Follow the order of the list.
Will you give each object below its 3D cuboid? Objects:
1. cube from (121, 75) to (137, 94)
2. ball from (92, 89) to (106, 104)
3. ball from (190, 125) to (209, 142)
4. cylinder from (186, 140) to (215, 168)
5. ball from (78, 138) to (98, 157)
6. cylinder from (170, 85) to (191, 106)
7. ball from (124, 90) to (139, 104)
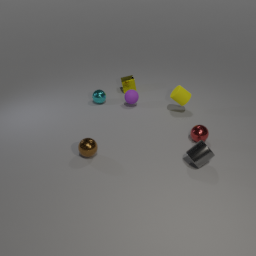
[{"bbox_3d":[0.028,-2.396,15.344,0.700,0.700,0.700,-13,31,0],"label":"cube"},{"bbox_3d":[-1.441,-1.575,14.019,0.700,0.700,0.700,0,30,0],"label":"ball"},{"bbox_3d":[2.795,0.216,10.942,0.700,0.700,0.700,0,30,0],"label":"ball"},{"bbox_3d":[2.459,0.874,9.539,0.700,0.700,0.700,-40,32,9],"label":"cylinder"},{"bbox_3d":[-1.436,0.695,10.055,0.700,0.700,0.700,0,30,0],"label":"ball"},{"bbox_3d":[2.427,-1.489,12.896,0.700,0.700,0.700,34,28,-13],"label":"cylinder"},{"bbox_3d":[0.175,-1.520,13.663,0.700,0.700,0.700,0,30,0],"label":"ball"}]
